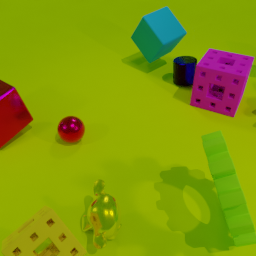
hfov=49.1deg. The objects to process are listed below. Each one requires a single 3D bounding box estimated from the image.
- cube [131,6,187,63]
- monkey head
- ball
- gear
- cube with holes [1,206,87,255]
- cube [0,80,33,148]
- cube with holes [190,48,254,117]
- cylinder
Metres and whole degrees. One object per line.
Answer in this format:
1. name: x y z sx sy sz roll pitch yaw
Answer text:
1. cube: 1.098 -3.384 10.228 1.241 1.241 1.241 -33 86 -27
2. monkey head: -0.558 1.670 5.273 0.915 0.766 1.271 -14 55 13
3. ball: -1.503 0.034 7.421 0.728 0.728 0.728 0 39 0
4. gear: 1.840 1.066 5.142 0.371 2.006 2.006 -18 36 16
5. cube with holes: -1.364 1.901 4.492 0.870 0.870 0.870 -39 96 -25
6. cube: -3.496 -0.450 7.291 1.216 1.216 1.216 26 58 29
7. cube with holes: 2.890 -1.435 8.680 1.385 1.385 1.385 19 43 22
8. cylinder: 1.981 -1.993 9.761 0.817 0.817 0.817 -4 34 3
